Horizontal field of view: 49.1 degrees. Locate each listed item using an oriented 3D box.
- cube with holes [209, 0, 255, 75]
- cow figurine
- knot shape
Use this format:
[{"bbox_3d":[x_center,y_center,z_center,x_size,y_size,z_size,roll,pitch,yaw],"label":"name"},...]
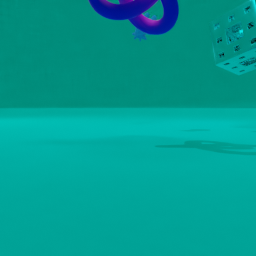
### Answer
[{"bbox_3d":[3.173,-2.361,7.540,1.275,1.275,1.275,7,-17,-41],"label":"cube with holes"},{"bbox_3d":[0.522,-2.863,8.130,0.482,0.865,0.879,28,6,19],"label":"cow figurine"},{"bbox_3d":[0.260,-2.619,4.959,1.766,1.653,0.816,24,31,-16],"label":"knot shape"}]
